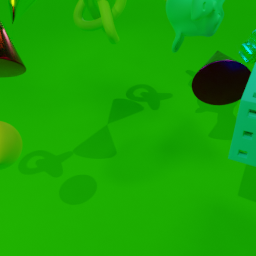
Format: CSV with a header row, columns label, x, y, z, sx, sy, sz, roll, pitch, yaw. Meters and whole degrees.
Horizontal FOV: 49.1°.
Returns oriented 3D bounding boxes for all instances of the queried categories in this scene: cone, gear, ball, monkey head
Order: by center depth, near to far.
label,x,y,z,sx,sy,sz,roll,pitch,yaw
ball,-2.154,0.289,4.564,0.812,0.812,0.812,0,43,0
cone,-2.280,-1.534,4.627,1.121,1.121,1.126,-2,85,-3
cone,-1.956,-2.407,5.083,1.085,1.089,1.085,16,2,-1
monkey head,1.272,-2.505,5.768,1.192,1.978,1.423,14,28,30
cone,2.035,-1.363,6.233,1.224,1.224,1.229,5,50,6
gear,3.945,-2.517,7.438,2.019,2.019,0.373,-25,74,-24

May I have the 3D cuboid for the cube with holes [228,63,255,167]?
label,x,y,z,sx,sy,sz,roll,pitch,yaw
cube with holes,2.388,-0.143,4.363,1.177,1.177,1.177,16,45,24

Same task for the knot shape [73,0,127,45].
label,x,y,z,sx,sy,sz,roll,pitch,yaw
knot shape,-0.712,-2.692,6.444,1.403,1.500,0.693,23,44,34

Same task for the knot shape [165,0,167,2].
label,x,y,z,sx,sy,sz,roll,pitch,yaw
knot shape,1.233,-3.558,6.971,1.571,0.726,1.470,-8,9,-23
